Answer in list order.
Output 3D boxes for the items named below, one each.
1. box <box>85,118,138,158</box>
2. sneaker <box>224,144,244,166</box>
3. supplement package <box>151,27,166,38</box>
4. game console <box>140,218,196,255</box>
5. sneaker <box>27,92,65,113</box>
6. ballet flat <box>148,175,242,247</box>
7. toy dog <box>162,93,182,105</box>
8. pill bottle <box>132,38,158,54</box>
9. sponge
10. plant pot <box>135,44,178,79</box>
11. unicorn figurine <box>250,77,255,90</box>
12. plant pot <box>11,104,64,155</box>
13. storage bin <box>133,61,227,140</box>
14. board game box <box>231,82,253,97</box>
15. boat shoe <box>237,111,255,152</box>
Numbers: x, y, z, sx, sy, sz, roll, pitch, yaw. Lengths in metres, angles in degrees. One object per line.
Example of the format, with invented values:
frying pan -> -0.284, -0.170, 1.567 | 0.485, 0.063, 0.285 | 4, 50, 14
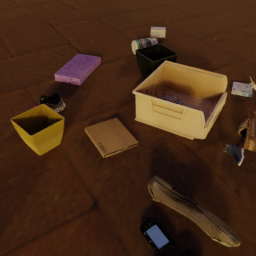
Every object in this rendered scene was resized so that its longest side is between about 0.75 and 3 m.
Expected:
box -> -0.599, 0.296, 9.854 | 1.324, 0.172, 1.620 | -19, 42, -23
sneaker -> 3.390, 0.839, 9.016 | 0.629, 0.331, 0.870 | 22, 33, 9
supplement package -> 1.841, -5.872, 17.174 | 0.883, 0.484, 0.502 | 4, 39, 5
game console -> 0.875, 2.923, 6.599 | 1.062, 0.217, 1.801 | -21, 43, -24
sneaker -> -3.285, -0.843, 10.752 | 1.828, 0.800, 0.674 | -28, 47, -30
ballet flat -> 1.572, 2.182, 7.219 | 2.715, 0.915, 0.629 | 32, 90, 30
toy dog -> 1.712, -1.173, 11.250 | 0.883, 0.425, 0.582 | -1, 31, 1
pill bottle -> 0.923, -4.490, 15.269 | 1.311, 0.741, 0.741 | -15, 42, -17
sponge -> -2.389, -2.906, 13.643 | 1.343, 0.359, 2.407 | 12, 41, 15
plant pot -> 1.287, -2.926, 12.946 | 1.428, 1.270, 1.432 | -23, 44, -25
unicorn figurine -> 5.797, -1.540, 11.916 | 1.410, 0.521, 0.968 | 15, 40, -9
plant pot -> -2.894, 0.132, 9.317 | 1.255, 1.107, 1.255 | 31, 48, 33
storage bin -> 2.075, -1.144, 10.718 | 2.795, 1.320, 2.816 | 20, 43, 23
board game box -> 5.011, -1.701, 12.296 | 0.827, 0.180, 0.831 | 14, 41, 16
boat shoe -> 4.212, 0.056, 9.745 | 0.698, 0.715, 1.890 | 4, 38, 10
